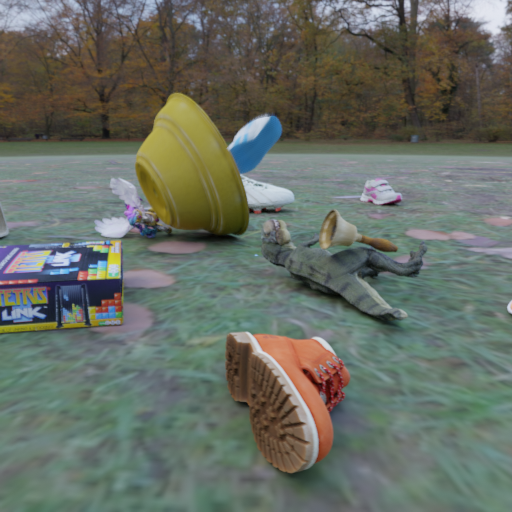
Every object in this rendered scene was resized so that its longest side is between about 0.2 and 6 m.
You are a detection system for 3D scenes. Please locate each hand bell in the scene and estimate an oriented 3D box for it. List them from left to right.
[{"bbox_3d":[1.382,-0.205,7.251,1.015,0.528,0.528,16,9,-15],"label":"hand bell"}]

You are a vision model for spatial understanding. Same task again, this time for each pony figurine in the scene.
[{"bbox_3d":[-2.420,-0.853,11.543,1.425,1.229,1.476,17,4,27],"label":"pony figurine"}]

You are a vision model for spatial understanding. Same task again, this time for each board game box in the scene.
[{"bbox_3d":[-2.600,0.310,7.093,1.801,0.618,2.179,-2,13,-14],"label":"board game box"}]

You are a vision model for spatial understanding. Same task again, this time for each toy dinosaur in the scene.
[{"bbox_3d":[1.323,0.188,7.512,1.524,0.821,3.459,-10,20,-25],"label":"toy dinosaur"}]

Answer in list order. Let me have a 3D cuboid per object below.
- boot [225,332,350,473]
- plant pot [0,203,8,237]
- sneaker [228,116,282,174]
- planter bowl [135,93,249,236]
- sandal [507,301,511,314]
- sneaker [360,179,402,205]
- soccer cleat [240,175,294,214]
[{"bbox_3d":[0.363,0.979,4.208,0.938,0.657,1.750,2,11,-13],"label":"boot"},{"bbox_3d":[-6.143,-1.018,10.444,1.769,1.998,1.996,-12,13,3],"label":"plant pot"},{"bbox_3d":[-0.183,-2.010,10.420,0.628,0.595,1.555,5,42,49],"label":"sneaker"},{"bbox_3d":[-1.486,-1.465,10.861,1.259,3.023,3.023,-30,23,-19],"label":"planter bowl"},{"bbox_3d":[4.050,0.084,6.587,2.366,0.678,0.906,-21,10,4],"label":"sandal"},{"bbox_3d":[3.677,-1.909,16.592,0.658,0.713,1.617,-7,15,-28],"label":"sneaker"},{"bbox_3d":[-0.534,-1.806,15.041,3.117,1.209,1.080,3,13,10],"label":"soccer cleat"}]
